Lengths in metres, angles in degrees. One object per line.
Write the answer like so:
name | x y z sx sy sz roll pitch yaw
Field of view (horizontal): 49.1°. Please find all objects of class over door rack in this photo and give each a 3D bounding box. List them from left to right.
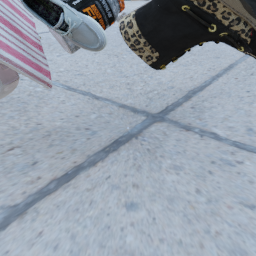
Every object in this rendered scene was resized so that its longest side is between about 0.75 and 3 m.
over door rack | 1.244 -3.277 8.954 2.934 2.168 0.977 -16 60 20

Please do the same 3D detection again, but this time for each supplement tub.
supplement tub | -1.096 -2.932 7.268 1.928 1.181 1.181 -40 39 -6

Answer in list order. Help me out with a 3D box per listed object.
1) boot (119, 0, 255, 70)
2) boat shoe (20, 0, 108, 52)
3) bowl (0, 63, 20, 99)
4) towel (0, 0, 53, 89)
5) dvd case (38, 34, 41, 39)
boot | 1.435 -1.731 5.187 2.859 1.046 2.153 20 -25 -37
boat shoe | -1.378 -2.247 5.957 2.024 0.706 0.721 33 29 -12
bowl | -3.166 -1.458 6.532 0.598 1.601 1.603 -16 19 6
towel | -2.774 -2.401 6.393 0.443 2.964 2.169 -26 -18 13
dvd case | -4.097 -3.476 9.512 1.407 1.892 0.151 -21 37 27
